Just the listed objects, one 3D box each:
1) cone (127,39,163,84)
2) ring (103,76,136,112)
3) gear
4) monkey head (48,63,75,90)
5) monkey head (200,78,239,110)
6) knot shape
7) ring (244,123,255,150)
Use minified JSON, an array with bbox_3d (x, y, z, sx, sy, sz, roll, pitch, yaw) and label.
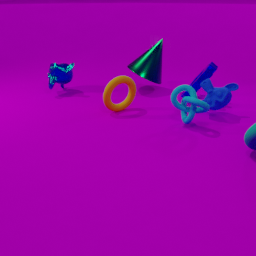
[{"bbox_3d":[1.012,-2.833,11.216,1.582,1.588,1.582,24,20,-10],"label":"cone"},{"bbox_3d":[-0.267,-1.141,9.411,1.284,1.284,0.257,-17,39,-31],"label":"ring"},{"bbox_3d":[2.604,-1.703,10.294,0.300,1.624,1.624,42,34,0],"label":"gear"},{"bbox_3d":[-2.681,-2.004,11.138,0.970,1.610,1.159,12,60,-23],"label":"monkey head"},{"bbox_3d":[2.827,-1.112,9.153,1.451,1.044,0.874,-34,-9,28],"label":"monkey head"},{"bbox_3d":[1.873,-0.678,8.267,0.542,1.174,1.098,-34,28,-34],"label":"knot shape"},{"bbox_3d":[3.692,0.085,6.675,1.770,1.770,0.354,-4,62,-7],"label":"ring"}]
